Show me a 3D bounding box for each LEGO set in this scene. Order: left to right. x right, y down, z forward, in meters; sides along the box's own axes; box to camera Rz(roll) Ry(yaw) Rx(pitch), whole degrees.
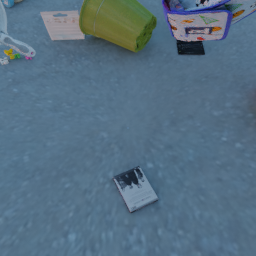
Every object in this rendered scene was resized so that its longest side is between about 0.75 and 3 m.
[{"bbox_3d":[-3.881,-2.485,9.661,1.159,0.442,0.476,-19,55,-13],"label":"LEGO set"}]

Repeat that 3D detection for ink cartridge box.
[{"bbox_3d":[-2.265,-3.706,9.887,1.282,1.581,0.396,-2,71,-1],"label":"ink cartridge box"}]

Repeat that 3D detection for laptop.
[{"bbox_3d":[2.284,-3.218,10.141,0.974,0.567,1.099,1,52,1],"label":"laptop"}]

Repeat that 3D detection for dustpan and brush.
[{"bbox_3d":[-2.426,-1.699,4.795,0.602,2.104,1.468,31,95,18],"label":"dustpan and brush"}]

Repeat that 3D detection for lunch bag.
[{"bbox_3d":[2.210,-3.261,6.771,2.816,2.394,1.744,-29,85,13],"label":"lunch bag"}]

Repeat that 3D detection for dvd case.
[{"bbox_3d":[0.172,1.473,6.817,0.757,0.125,1.007,-21,56,-16],"label":"dvd case"}]

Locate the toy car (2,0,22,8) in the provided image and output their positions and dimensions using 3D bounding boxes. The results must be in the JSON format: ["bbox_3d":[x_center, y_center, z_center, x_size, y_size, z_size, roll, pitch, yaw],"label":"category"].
[{"bbox_3d":[-5.166,-6.219,11.830,1.361,1.539,1.419,20,54,14],"label":"toy car"}]

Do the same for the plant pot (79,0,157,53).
[{"bbox_3d":[-0.193,-3.766,9.828,2.108,2.220,2.220,35,59,9],"label":"plant pot"}]
